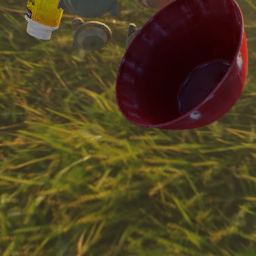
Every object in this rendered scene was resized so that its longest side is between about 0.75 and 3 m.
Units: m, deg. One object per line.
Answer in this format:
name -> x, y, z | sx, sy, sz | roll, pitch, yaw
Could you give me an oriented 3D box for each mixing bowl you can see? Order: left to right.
mixing bowl -> 0.975, -0.823, 4.465 | 2.217, 1.201, 2.217 | -25, 51, 36

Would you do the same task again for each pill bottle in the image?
pill bottle -> -1.854, -2.768, 6.330 | 0.767, 1.404, 0.767 | 20, 29, -12

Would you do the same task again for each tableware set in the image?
tableware set -> -0.111, -2.088, 5.353 | 2.401, 2.006, 0.279 | -3, 64, -13
